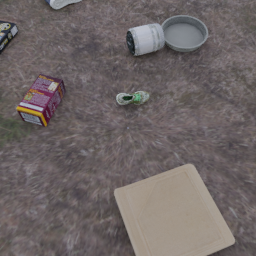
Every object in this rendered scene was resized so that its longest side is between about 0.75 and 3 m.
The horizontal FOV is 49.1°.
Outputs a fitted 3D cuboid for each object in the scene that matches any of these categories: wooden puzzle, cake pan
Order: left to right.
[{"bbox_3d":[1.337,2.689,8.555,2.950,0.549,2.729,-15,58,-15],"label":"wooden puzzle"},{"bbox_3d":[2.604,-4.403,13.133,2.203,0.404,2.203,0,61,0],"label":"cake pan"}]

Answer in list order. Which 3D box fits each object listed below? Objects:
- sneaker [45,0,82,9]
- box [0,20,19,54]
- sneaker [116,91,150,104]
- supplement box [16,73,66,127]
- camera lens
[{"bbox_3d":[-3.421,-7.326,14.783,2.318,0.934,1.697,-32,66,-13],"label":"sneaker"},{"bbox_3d":[-6.378,-4.187,12.996,1.693,0.516,2.101,13,58,12],"label":"box"},{"bbox_3d":[0.240,-1.146,10.838,1.364,0.604,0.524,-9,97,-12],"label":"sneaker"},{"bbox_3d":[-3.286,-1.093,10.801,1.028,0.798,1.862,16,58,10],"label":"supplement box"},{"bbox_3d":[0.732,-3.909,12.411,1.477,1.181,1.181,-16,58,-11],"label":"camera lens"}]
